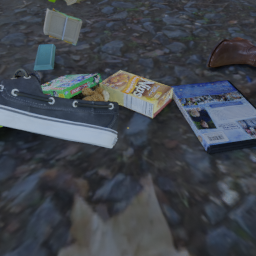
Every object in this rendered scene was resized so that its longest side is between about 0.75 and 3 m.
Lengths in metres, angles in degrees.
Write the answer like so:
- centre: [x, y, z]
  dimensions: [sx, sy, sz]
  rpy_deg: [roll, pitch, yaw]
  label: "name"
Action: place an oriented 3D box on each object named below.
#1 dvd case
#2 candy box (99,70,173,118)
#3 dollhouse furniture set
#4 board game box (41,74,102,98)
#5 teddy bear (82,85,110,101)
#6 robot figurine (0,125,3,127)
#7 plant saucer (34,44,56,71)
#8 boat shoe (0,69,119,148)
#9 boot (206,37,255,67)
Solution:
- centre: [2.651, -0.474, 8.067]
  dimensions: [2.107, 0.259, 2.953]
  rpy_deg: [-7, 40, -10]
  label: "dvd case"
- centre: [0.232, -1.089, 8.574]
  dimensions: [1.968, 0.544, 1.136]
  rpy_deg: [23, 43, 26]
  label: "candy box"
- centre: [-1.921, -3.933, 8.879]
  dimensions: [1.143, 2.287, 0.883]
  rpy_deg: [13, 43, -15]
  label: "dollhouse furniture set"
- centre: [-1.900, -1.260, 8.431]
  dimensions: [1.338, 0.289, 1.989]
  rpy_deg: [-35, 29, -34]
  label: "board game box"
- centre: [-0.878, -0.691, 7.745]
  dimensions: [1.078, 0.496, 1.487]
  rpy_deg: [54, 31, 4]
  label: "teddy bear"
- centre: [-3.744, -0.067, 7.266]
  dimensions: [0.950, 0.627, 1.083]
  rpy_deg: [-18, 46, -13]
  label: "robot figurine"
- centre: [-3.258, -2.830, 11.002]
  dimensions: [0.717, 0.195, 2.051]
  rpy_deg: [-6, 41, -7]
  label: "plant saucer"
- centre: [-1.091, -0.306, 3.259]
  dimensions: [2.128, 0.705, 0.744]
  rpy_deg: [13, -6, -12]
  label: "boat shoe"
- centre: [4.589, -2.306, 9.899]
  dimensions: [2.665, 0.918, 2.860]
  rpy_deg: [-33, 54, -31]
  label: "boot"
